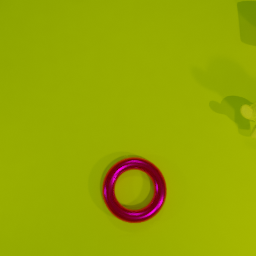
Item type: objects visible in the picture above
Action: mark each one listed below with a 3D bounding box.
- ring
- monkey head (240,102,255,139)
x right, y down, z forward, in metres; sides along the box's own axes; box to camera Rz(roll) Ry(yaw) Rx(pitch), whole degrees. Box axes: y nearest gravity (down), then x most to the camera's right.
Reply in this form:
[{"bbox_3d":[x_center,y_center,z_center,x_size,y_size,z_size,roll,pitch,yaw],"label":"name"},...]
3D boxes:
[{"bbox_3d":[0.177,1.675,7.634,1.772,0.354,1.772,0,78,0],"label":"ring"},{"bbox_3d":[3.601,-0.184,7.256,1.598,0.963,1.150,15,102,7],"label":"monkey head"}]
